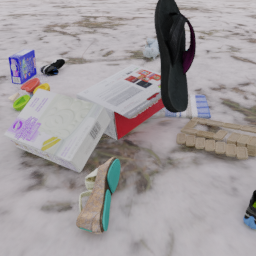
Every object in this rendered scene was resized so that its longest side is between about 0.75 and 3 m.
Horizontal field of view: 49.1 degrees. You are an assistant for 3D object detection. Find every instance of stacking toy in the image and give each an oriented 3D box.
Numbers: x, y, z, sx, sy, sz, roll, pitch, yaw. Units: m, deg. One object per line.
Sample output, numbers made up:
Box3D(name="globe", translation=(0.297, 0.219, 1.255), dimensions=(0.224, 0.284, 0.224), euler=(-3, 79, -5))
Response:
Box3D(name="stacking toy", translation=(-3.462, -1.074, 10.187), dimensions=(1.431, 0.668, 1.581), euler=(-41, 41, -13))

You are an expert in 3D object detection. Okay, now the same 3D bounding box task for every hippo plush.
Box3D(name="hippo plush", translation=(1.401, -4.088, 14.899), dimensions=(1.340, 1.067, 1.077), euler=(7, 58, 25))

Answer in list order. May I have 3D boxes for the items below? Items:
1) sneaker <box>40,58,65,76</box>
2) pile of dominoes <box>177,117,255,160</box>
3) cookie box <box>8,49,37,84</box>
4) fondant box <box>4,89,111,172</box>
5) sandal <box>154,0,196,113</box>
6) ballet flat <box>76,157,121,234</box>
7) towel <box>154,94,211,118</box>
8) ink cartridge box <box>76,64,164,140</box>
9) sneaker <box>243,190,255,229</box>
Box3D(name="sneaker", translation=(-3.285, -2.748, 12.882), dimensions=(0.758, 0.495, 1.355), euler=(28, 48, 33))
Box3D(name="pile of dominoes", translation=(2.531, 0.335, 7.969), dimensions=(2.202, 0.351, 1.716), euler=(13, 33, 36))
Box3D(name="cookie box", translation=(-4.479, -2.652, 12.009), dimensions=(0.503, 1.145, 1.338), euler=(9, 31, 8))
Box3D(name="fondant box", translation=(-1.839, -0.015, 7.343), dimensions=(2.280, 0.664, 1.645), euler=(16, 64, 27))
Box3D(name="sandal", translation=(1.223, -1.785, 6.525), dimensions=(0.684, 2.856, 1.073), euler=(-10, -9, 42))
Box3D(name="ballet flat", translation=(-0.631, 1.285, 5.864), dimensions=(0.678, 0.686, 2.016), euler=(-4, 29, 11))
Box3D(name="towel", translation=(1.743, -0.820, 9.789), dimensions=(2.112, 0.251, 1.551), euler=(4, 32, 6))
Box3D(name="ink cartridge box", translation=(0.126, -0.817, 8.694), dimensions=(2.229, 1.065, 2.539), euler=(27, 48, 37))
Box3D(name="sneaker", translation=(2.792, 1.443, 5.626), dimensions=(0.503, 0.588, 1.419), euler=(26, 40, 35))
